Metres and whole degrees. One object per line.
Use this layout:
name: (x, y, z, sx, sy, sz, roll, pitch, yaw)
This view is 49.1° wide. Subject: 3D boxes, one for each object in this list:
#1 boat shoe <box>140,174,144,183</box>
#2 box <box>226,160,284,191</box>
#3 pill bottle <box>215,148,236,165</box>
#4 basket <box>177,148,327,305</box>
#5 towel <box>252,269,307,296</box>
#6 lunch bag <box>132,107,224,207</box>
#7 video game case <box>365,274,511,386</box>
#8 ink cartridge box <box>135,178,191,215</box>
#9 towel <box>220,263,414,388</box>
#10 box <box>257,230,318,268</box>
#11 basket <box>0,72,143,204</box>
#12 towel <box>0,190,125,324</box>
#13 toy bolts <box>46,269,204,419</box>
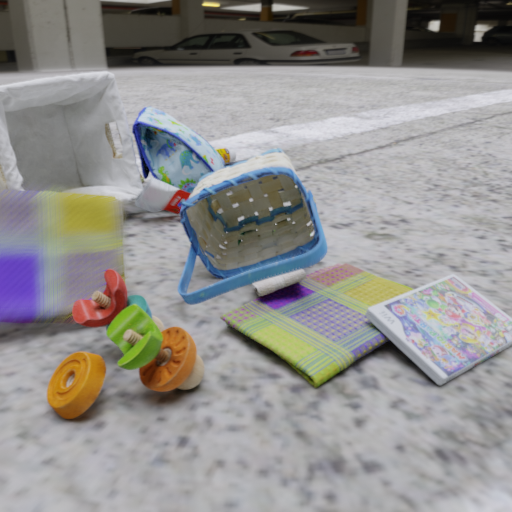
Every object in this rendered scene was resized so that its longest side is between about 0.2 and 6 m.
boat shoe: (-4.142, -2.267, 14.872, 2.491, 0.784, 0.909, 10, 26, 22)
box: (0.051, -2.081, 14.592, 1.283, 0.668, 1.169, -15, 26, -30)
pill bottle: (-1.085, -2.955, 16.780, 0.930, 0.508, 0.508, -15, 28, -29)
basket: (-0.035, -0.456, 9.111, 2.364, 1.865, 2.681, -17, 31, 16)
towel: (0.346, 0.381, 8.857, 0.797, 0.207, 1.203, -22, 2, -4)
lunch bag: (-1.944, -2.407, 13.201, 1.503, 2.359, 2.006, -37, 22, 11)
video game case: (2.673, 0.948, 7.829, 1.941, 0.175, 1.390, -16, 46, -33)
ink cartridge box: (-2.003, -1.218, 12.217, 1.023, 0.831, 0.292, 24, 48, -23)
towel: (1.185, 0.866, 8.348, 2.895, 0.330, 2.079, -21, 32, -37)
box: (0.590, -0.212, 10.474, 1.102, 0.559, 0.620, 8, 24, 18)
basket: (-4.426, -2.227, 12.044, 2.291, 2.823, 2.849, 4, 22, 45)
towel: (-3.245, -0.037, 8.033, 2.780, 1.997, 0.317, 3, -16, -24)
toy bolts: (-1.625, 1.245, 7.071, 1.713, 1.244, 1.793, -42, 40, 5)
